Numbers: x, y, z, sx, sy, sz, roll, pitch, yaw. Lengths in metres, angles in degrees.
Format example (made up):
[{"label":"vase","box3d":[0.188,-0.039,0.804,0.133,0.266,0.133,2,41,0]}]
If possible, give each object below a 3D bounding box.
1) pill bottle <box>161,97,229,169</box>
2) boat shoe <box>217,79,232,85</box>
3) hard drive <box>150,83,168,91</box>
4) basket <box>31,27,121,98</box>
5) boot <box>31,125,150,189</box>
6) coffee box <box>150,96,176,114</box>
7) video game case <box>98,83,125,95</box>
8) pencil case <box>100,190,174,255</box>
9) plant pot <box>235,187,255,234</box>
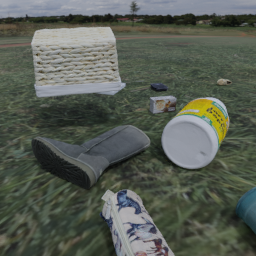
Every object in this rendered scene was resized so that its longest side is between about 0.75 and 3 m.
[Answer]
[{"label":"pill bottle","box3d":[2.202,-0.025,8.566,1.557,1.557,2.762,12,25,25]},{"label":"boat shoe","box3d":[5.582,-2.638,16.203,0.953,0.344,0.310,-4,22,-24]},{"label":"hard drive","box3d":[1.702,-2.247,15.409,0.726,0.228,1.076,-7,24,-15]},{"label":"basket","box3d":[-1.770,-2.324,9.559,2.861,1.765,1.939,-7,35,-8]},{"label":"boot","box3d":[-1.004,0.479,8.139,2.466,0.984,2.712,27,40,22]},{"label":"coffee box","box3d":[1.507,-1.015,12.077,1.069,0.612,0.426,-7,23,-18]},{"label":"video game case","box3d":[-1.401,-2.246,15.403,2.039,0.241,1.856,9,25,18]},{"label":"pencil case","box3d":[0.157,1.970,4.729,0.985,0.857,2.203,28,11,-27]},{"label":"plant pot","box3d":[2.750,1.760,5.266,1.021,1.021,1.000,-4,31,-10]}]
